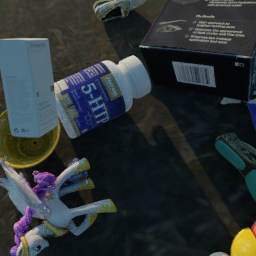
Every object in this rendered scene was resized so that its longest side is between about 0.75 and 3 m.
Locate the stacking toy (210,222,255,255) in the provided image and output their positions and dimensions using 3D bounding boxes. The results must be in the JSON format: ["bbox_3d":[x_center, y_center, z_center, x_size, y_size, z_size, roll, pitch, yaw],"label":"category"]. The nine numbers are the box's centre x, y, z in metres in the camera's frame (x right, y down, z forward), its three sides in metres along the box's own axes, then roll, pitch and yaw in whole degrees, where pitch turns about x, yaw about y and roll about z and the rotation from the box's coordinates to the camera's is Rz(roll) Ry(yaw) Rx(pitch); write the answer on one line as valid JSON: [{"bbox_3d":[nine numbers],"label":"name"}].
[{"bbox_3d":[2.869,2.601,5.842,2.738,2.000,2.000,-20,66,10],"label":"stacking toy"}]

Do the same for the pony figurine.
[{"bbox_3d":[-1.778,1.634,6.206,2.340,1.948,2.258,-27,77,-28],"label":"pony figurine"}]

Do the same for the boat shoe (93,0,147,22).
[{"bbox_3d":[-0.196,-3.968,9.231,1.819,0.680,0.622,-18,71,1],"label":"boat shoe"}]

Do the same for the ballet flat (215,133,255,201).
[{"bbox_3d":[3.099,0.971,6.944,0.822,0.741,2.184,-23,64,-20],"label":"ballet flat"}]

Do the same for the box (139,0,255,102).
[{"bbox_3d":[2.262,-2.459,7.526,2.762,1.649,2.808,16,65,29],"label":"box"}]

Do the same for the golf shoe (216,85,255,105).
[{"bbox_3d":[3.479,-0.890,7.735,1.974,0.767,0.933,-16,66,-6],"label":"golf shoe"}]

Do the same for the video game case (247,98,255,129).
[{"bbox_3d":[4.018,-0.176,7.070,1.634,0.410,1.802,-28,105,-13],"label":"video game case"}]

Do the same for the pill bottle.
[{"bbox_3d":[-0.721,-0.895,7.330,2.459,1.472,1.472,-28,69,-12],"label":"pill bottle"}]

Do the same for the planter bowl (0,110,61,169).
[{"bbox_3d":[-2.500,0.273,7.193,1.772,0.738,1.772,-2,67,4],"label":"planter bowl"}]

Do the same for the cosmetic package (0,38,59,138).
[{"bbox_3d":[-1.532,-0.650,4.409,0.536,0.736,1.447,2,109,9],"label":"cosmetic package"}]
